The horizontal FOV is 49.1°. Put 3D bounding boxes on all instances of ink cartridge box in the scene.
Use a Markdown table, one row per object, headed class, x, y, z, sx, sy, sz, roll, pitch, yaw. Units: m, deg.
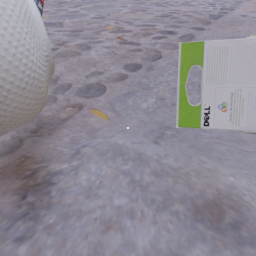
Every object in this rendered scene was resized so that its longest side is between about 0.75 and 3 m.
| class | x | y | z | sx | sy | sz | roll | pitch | yaw |
| --- | --- | --- | --- | --- | --- | --- | --- | --- | --- |
| ink cartridge box | 1.746 | -0.643 | 4.255 | 1.873 | 1.385 | 0.710 | 4 | 8 | 23 |

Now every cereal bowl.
| class | x | y | z | sx | sy | sz | roll | pitch | yaw |
| --- | --- | --- | --- | --- | --- | --- | --- | --- | --- |
| cereal bowl | -2.005 | -1.398 | 4.671 | 1.162 | 2.791 | 2.791 | -20 | 38 | -19 |

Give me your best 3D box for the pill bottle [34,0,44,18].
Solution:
| class | x | y | z | sx | sy | sz | roll | pitch | yaw |
| --- | --- | --- | --- | --- | --- | --- | --- | --- | --- |
| pill bottle | -2.299 | -2.881 | 6.523 | 0.645 | 0.645 | 1.078 | 2 | 76 | 3 |
